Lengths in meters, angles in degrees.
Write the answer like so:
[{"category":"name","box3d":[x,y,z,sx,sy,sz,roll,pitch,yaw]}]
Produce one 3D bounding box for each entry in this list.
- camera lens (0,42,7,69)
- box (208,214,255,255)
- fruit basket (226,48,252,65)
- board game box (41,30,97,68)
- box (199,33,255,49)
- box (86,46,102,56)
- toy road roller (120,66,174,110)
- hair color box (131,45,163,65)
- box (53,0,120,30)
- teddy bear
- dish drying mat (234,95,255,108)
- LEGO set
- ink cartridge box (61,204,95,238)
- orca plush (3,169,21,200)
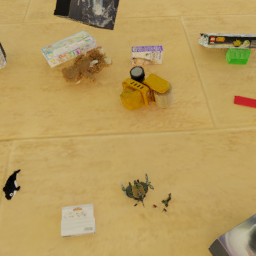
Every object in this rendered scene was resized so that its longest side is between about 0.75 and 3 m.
[{"category":"camera lens","box3d":[-6.874,-3.213,12.185,2.609,2.087,2.087,-31,60,-22]},{"category":"box","box3d":[3.718,3.603,7.739,1.986,1.234,2.002,-25,57,-16]},{"category":"fruit basket","box3d":[5.240,-3.559,13.321,1.134,0.818,1.134,-2,67,5]},{"category":"board game box","box3d":[-2.813,-3.784,13.246,2.342,0.401,1.574,-27,42,-11]},{"category":"box","box3d":[5.007,-4.141,13.254,2.895,0.577,1.982,1,21,1]},{"category":"box","box3d":[-1.599,-3.409,13.329,0.720,0.503,0.946,1,54,1]},{"category":"toy road roller","box3d":[0.649,-1.337,11.372,2.126,1.306,1.552,31,72,26]},{"category":"hair color box","box3d":[0.886,-3.407,13.146,1.445,0.790,0.468,-3,54,-1]},{"category":"box","box3d":[-1.511,-5.174,10.943,2.161,2.125,1.269,-1,20,-42]},{"category":"teddy bear","box3d":[-1.803,-2.657,12.480,1.704,0.785,2.351,37,73,7]},{"category":"dish drying mat","box3d":[5.160,-1.095,11.869,1.267,0.115,0.487,13,56,9]},{"category":"LEGO set","box3d":[0.537,2.222,9.319,1.777,0.504,1.154,39,64,10]},{"category":"ink cartridge box","box3d":[-1.579,2.919,8.856,1.045,0.228,0.907,-5,53,-4]},{"category":"orca plush","box3d":[-3.948,1.863,9.525,0.576,0.389,1.095,13,55,9]}]
